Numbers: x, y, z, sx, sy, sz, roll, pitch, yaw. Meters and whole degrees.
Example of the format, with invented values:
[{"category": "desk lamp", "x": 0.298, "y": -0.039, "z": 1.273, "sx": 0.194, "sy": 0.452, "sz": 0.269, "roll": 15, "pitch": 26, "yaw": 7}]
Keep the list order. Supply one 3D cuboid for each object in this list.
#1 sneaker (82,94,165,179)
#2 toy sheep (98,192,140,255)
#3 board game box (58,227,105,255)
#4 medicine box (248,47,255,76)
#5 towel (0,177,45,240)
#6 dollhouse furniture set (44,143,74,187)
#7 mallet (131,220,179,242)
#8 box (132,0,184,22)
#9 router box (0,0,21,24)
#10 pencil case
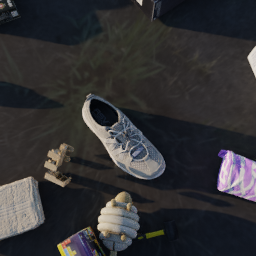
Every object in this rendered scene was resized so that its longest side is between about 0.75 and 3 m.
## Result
[{"category": "sneaker", "x": -0.209, "y": 0.236, "z": 6.933, "sx": 2.703, "sy": 1.108, "sz": 1.010, "roll": 41, "pitch": 78, "yaw": 11}, {"category": "toy sheep", "x": -0.225, "y": 2.222, "z": 6.411, "sx": 1.065, "sy": 1.065, "sz": 1.545, "roll": 15, "pitch": 63, "yaw": 4}, {"category": "board game box", "x": -0.697, "y": 3.075, "z": 5.920, "sx": 0.516, "sy": 1.504, "sz": 1.819, "roll": -29, "pitch": 77, "yaw": -7}, {"category": "medicine box", "x": 4.931, "y": -1.318, "z": 7.245, "sx": 2.420, "sy": 1.368, "sz": 2.657, "roll": -14, "pitch": 74, "yaw": -4}, {"category": "towel", "x": -3.056, "y": 2.033, "z": 6.843, "sx": 1.904, "sy": 0.328, "sz": 1.262, "roll": -16, "pitch": 73, "yaw": -4}, {"category": "dollhouse furniture set", "x": -1.637, "y": 0.926, "z": 6.942, "sx": 0.558, "sy": 0.788, "sz": 0.858, "roll": 23, "pitch": 103, "yaw": 8}, {"category": "mallet", "x": 0.511, "y": 2.654, "z": 6.716, "sx": 1.446, "sy": 0.298, "sz": 0.476, "roll": -20, "pitch": 79, "yaw": -1}, {"category": "box", "x": 0.858, "y": -4.259, "z": 8.316, "sx": 1.480, "sy": 0.919, "sz": 1.492, "roll": -36, "pitch": 77, "yaw": -10}, {"category": "router box", "x": -4.080, "y": -3.854, "z": 8.438, "sx": 1.132, "sy": 0.469, "sz": 1.511, "roll": -25, "pitch": 76, "yaw": -7}, {"category": "pencil case", "x": 3.434, "y": 1.291, "z": 6.670, "sx": 2.526, "sy": 1.060, "sz": 1.080, "roll": 15, "pitch": 56, "yaw": 4}]
